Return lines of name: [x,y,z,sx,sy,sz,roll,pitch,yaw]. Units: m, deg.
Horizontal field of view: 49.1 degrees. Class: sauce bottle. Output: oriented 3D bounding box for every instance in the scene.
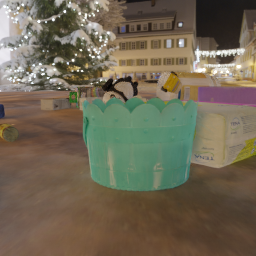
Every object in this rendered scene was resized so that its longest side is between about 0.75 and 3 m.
sauce bottle: [-2.862,0.084,6.587,0.361,0.361,1.115,-6,9,-33]

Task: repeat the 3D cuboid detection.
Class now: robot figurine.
robot figurine: [-0.282,-1.413,11.881,1.368,1.136,1.821,18,54,29]

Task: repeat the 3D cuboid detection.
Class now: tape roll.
tape roll: [3.689,-0.747,9.070,2.816,1.196,2.816,1,9,0]

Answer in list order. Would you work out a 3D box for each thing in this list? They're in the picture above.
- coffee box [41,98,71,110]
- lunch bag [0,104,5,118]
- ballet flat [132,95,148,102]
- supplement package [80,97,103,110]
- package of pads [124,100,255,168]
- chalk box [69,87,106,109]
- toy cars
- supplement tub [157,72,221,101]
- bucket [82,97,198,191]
coffee box: [-3.571,-1.206,13.951,0.777,0.542,1.359,5,10,26]
lunch bag: [-4.940,-0.594,10.238,0.500,0.514,0.756,0,11,7]
ballet flat: [0.346,-0.618,9.171,0.925,0.874,2.744,3,9,-9]
supplement package: [-1.730,-1.157,13.438,1.031,0.605,0.603,-8,12,-39]
package of pads: [1.169,-0.059,5.574,2.100,0.927,2.718,-9,12,-43]
chalk box: [-2.148,-1.592,14.544,1.801,1.120,1.115,-1,9,-17]
toy cars: [1.358,-1.115,10.127,0.578,2.612,1.171,33,56,4]
supplement tub: [2.706,-1.615,12.600,2.460,1.780,1.780,-2,9,-17]
bucket: [0.159,0.134,3.956,1.649,1.073,1.649,1,9,0]
